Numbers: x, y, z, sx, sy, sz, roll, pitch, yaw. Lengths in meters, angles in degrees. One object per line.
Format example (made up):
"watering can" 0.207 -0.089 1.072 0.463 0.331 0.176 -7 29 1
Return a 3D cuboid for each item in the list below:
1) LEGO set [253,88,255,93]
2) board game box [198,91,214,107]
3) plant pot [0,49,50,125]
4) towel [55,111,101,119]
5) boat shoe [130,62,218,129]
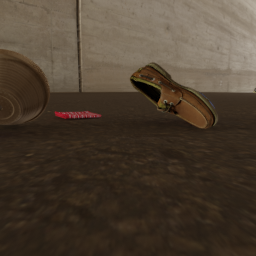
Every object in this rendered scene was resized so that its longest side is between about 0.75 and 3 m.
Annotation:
"LEGO set" 3.866 -0.330 6.974 1.221 0.533 1.880 0 52 3
"board game box" 1.833 -0.843 9.522 2.238 0.436 1.768 27 -12 29
"plant pot" -3.596 -0.907 8.152 2.466 2.466 1.138 -1 40 -5
"towel" -1.998 -0.534 11.123 1.551 0.174 1.122 -4 11 -35
"boat shoe" 1.294 -0.841 8.608 1.011 1.070 2.974 -33 59 -30
